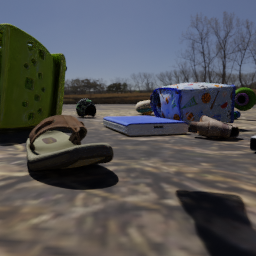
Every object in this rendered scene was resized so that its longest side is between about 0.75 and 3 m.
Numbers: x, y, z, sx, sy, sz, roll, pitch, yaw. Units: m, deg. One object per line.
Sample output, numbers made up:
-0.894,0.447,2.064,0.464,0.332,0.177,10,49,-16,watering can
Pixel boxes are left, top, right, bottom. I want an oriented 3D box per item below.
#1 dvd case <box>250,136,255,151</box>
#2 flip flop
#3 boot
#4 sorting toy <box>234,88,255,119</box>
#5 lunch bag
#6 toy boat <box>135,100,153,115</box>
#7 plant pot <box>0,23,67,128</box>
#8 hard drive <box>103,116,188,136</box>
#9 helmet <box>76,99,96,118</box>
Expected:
3.403,0.256,4.902,1.667,0.274,2.219,6,9,44,dvd case
-0.980,0.138,4.020,0.956,0.679,2.359,-3,6,-25,flip flop
2.157,0.014,6.742,1.006,0.483,1.376,12,12,34,boot
4.638,-0.999,12.563,2.071,1.244,0.850,-23,-7,34,sorting toy
2.070,-0.814,9.551,2.058,1.499,2.421,-3,14,-17,lunch bag
1.507,-1.156,16.277,2.086,0.969,1.754,-9,3,-8,toy boat
-3.527,-1.322,8.655,2.754,2.740,2.499,4,-1,33,plant pot
0.374,-0.114,8.200,1.686,0.324,2.556,-2,6,-18,hard drive
-2.110,-0.957,13.872,0.999,0.999,0.952,-5,25,-41,helmet
